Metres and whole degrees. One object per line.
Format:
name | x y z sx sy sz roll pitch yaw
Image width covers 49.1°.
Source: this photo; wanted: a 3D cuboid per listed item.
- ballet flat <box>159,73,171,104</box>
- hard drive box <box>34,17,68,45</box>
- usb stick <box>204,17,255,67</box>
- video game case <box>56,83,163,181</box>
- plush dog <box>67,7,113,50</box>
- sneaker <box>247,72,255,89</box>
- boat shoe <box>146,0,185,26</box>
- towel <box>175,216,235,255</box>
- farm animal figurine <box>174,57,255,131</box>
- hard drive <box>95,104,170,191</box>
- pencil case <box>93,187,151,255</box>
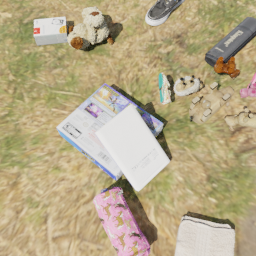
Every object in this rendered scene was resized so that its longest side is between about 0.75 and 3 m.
ballet flat | 1.161 -1.228 8.815 0.336 0.398 1.052 4 75 -19
hard drive box | -2.857 -3.620 10.460 1.186 0.456 0.924 -8 61 -4
usb stick | 3.881 -3.161 10.209 0.785 0.461 2.830 41 69 19
video game case | -0.529 0.036 8.436 2.368 0.538 2.146 37 68 18
plush dog | -1.464 -3.380 10.073 1.517 1.417 1.766 -26 35 2
sneaker | 4.420 -1.524 9.387 0.553 0.458 1.159 35 68 5
boat shoe | 1.551 -4.958 10.988 0.832 0.789 2.380 40 69 19
towel | 1.823 3.322 6.769 1.431 0.372 2.159 10 62 6
farm animal figurine | 2.905 -0.773 8.577 2.404 1.267 2.430 -22 71 2
hard drive | 0.164 0.531 7.589 1.295 0.249 1.963 -39 104 -21
pencil case | -0.168 2.416 7.025 0.782 0.817 1.889 -14 61 -31
